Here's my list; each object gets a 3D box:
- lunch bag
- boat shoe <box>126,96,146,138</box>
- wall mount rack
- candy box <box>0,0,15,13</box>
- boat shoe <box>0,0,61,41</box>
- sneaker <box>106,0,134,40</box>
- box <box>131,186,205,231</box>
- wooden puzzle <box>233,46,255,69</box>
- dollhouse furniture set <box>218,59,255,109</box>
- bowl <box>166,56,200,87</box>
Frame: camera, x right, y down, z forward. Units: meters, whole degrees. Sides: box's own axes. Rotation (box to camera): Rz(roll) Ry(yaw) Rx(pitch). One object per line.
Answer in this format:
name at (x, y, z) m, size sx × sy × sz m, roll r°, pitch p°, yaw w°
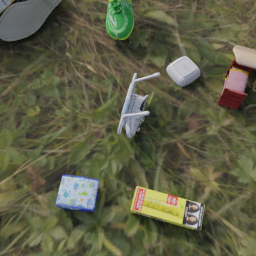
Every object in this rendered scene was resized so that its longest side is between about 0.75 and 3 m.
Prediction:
lunch bag at (-1.258, 1.692, 7.217) m, size 0.960 × 0.612 × 0.816 m, roll 2°, pitch 65°, yaw 11°
boat shoe at (0.261, -0.335, 8.083) m, size 0.472 × 0.517 × 1.436 m, roll 0°, pitch 48°, yaw 16°
wall mount rack at (0.274, -0.708, 7.648) m, size 0.705 × 1.643 × 1.891 m, roll 15°, pitch 73°, yaw 0°
candy box at (-4.482, -4.569, 9.526) m, size 1.683 × 0.814 × 2.885 m, roll 16°, pitch 61°, yaw 42°
boat shoe at (-3.408, -4.078, 9.827) m, size 2.938 × 1.067 × 0.921 m, roll -49°, pitch 32°, yaw -13°
sneaker at (-0.286, -4.246, 9.135) m, size 1.000 × 1.129 × 2.701 m, roll 5°, pitch 89°, yaw 12°
box at (0.992, 2.043, 7.143) m, size 1.771 × 0.444 × 0.666 m, roll 15°, pitch 67°, yaw 7°
wooden puzzle at (4.077, -2.074, 8.744) m, size 1.554 × 0.313 × 1.679 m, roll 18°, pitch 33°, yaw 8°
dollhouse furniture set at (3.892, -1.086, 8.310) m, size 2.125 × 0.864 × 1.144 m, roll 18°, pitch 67°, yaw 8°
bowl at (1.781, -1.865, 8.958) m, size 0.903 × 0.337 × 0.901 m, roll -32°, pitch 69°, yaw -12°
